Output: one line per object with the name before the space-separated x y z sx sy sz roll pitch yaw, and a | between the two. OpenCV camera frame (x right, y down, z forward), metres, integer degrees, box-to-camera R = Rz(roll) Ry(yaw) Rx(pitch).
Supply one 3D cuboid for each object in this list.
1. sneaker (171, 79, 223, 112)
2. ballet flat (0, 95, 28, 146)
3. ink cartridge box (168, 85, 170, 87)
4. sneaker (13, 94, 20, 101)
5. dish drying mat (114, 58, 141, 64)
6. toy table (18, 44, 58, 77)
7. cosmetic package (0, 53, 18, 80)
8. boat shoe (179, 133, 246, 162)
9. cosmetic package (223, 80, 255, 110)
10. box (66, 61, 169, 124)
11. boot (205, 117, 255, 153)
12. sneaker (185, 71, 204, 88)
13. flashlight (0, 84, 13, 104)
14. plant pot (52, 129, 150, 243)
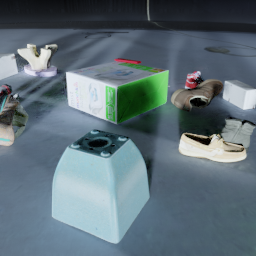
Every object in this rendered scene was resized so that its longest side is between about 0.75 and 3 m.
sneaker | 2.832 -1.128 10.629 2.527 0.890 0.954 -19 49 -26
ballet flat | -3.608 -0.218 8.664 0.896 0.907 2.664 15 27 -17
ink cartridge box | 1.310 -1.711 12.173 0.926 0.312 0.542 -6 26 -12
sneaker | -4.481 -1.119 10.960 0.377 0.322 0.865 -7 26 -4
dish drying mat | -0.008 -2.725 11.401 1.052 0.096 0.404 14 26 26
toy table | -4.776 -3.687 15.087 2.368 1.387 2.177 18 31 30
cosmetic package | -7.416 -3.290 14.563 2.790 1.132 1.574 11 28 19
boat shoe | 2.209 0.458 7.306 1.717 0.594 0.633 5 26 11
cosmetic package | 4.319 -1.309 10.815 0.561 0.780 1.383 -7 24 -13
box | -0.352 -1.449 10.407 2.537 1.390 2.875 23 33 36
boot | 2.645 0.109 7.633 1.443 0.942 0.489 8 27 16
sneaker | 3.174 -1.929 11.984 1.540 0.866 0.549 19 31 34
flashlight | -5.123 -1.341 11.209 0.485 0.487 1.434 1 25 2
plant pot | -0.494 0.902 5.335 1.479 1.506 1.475 13 28 24
